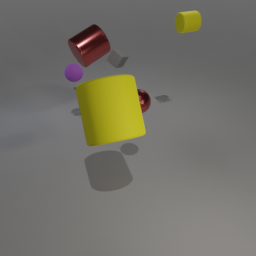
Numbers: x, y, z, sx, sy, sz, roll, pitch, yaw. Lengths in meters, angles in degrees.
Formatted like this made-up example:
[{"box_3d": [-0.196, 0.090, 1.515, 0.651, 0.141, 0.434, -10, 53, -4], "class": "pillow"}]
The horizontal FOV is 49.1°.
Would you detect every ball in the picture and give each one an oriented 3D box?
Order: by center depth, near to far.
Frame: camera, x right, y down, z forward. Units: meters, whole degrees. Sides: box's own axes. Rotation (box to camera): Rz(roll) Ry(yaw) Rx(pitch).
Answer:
[{"box_3d": [0.302, -0.750, 7.953, 0.700, 0.700, 0.700, 0, 32, 0], "class": "ball"}, {"box_3d": [-2.071, -2.105, 10.682, 0.700, 0.700, 0.700, 0, 32, 0], "class": "ball"}]

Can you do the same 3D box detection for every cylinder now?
[{"box_3d": [-0.403, -0.394, 6.552, 1.400, 1.400, 1.400, -12, 1, 0], "class": "cylinder"}, {"box_3d": [2.165, -3.833, 10.126, 0.700, 0.700, 0.700, -14, 35, -18], "class": "cylinder"}, {"box_3d": [-1.734, -3.679, 12.565, 1.400, 1.400, 1.400, -37, 43, -13], "class": "cylinder"}]

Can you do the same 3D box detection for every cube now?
[{"box_3d": [-0.529, -3.580, 14.374, 0.700, 0.700, 0.700, 42, 30, 11], "class": "cube"}]
